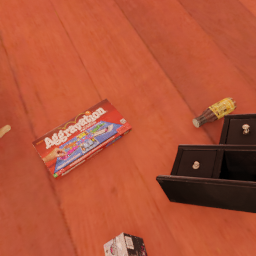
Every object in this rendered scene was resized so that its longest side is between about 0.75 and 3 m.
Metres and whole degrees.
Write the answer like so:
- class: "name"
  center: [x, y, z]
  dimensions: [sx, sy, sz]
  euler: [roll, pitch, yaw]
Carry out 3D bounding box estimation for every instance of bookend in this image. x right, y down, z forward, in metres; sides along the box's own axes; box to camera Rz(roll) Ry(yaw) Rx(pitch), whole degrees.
- class: "bookend"
  center: [2.331, 0.637, 6.948]
  dimensions: [2.467, 1.143, 2.482]
  euler: [-1, 48, 33]

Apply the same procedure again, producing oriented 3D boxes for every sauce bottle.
- class: "sauce bottle"
  center: [2.574, -0.443, 8.330]
  dimensions: [1.426, 0.471, 0.471]
  euler: [-29, 65, -18]

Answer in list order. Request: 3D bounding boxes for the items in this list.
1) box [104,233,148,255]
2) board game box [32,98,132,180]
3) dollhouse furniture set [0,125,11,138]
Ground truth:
- class: "box"
  center: [0.007, 2.941, 5.952]
  dimensions: [0.643, 0.740, 1.120]
  euler: [-40, 42, 20]
- class: "board game box"
  center: [-1.281, 0.232, 7.981]
  dimensions: [2.545, 0.247, 1.310]
  euler: [-33, 65, -18]
- class: "dollhouse furniture set"
  center: [-4.812, -0.098, 6.574]
  dimensions: [2.713, 2.492, 1.765]
  euler: [-21, 24, 35]
